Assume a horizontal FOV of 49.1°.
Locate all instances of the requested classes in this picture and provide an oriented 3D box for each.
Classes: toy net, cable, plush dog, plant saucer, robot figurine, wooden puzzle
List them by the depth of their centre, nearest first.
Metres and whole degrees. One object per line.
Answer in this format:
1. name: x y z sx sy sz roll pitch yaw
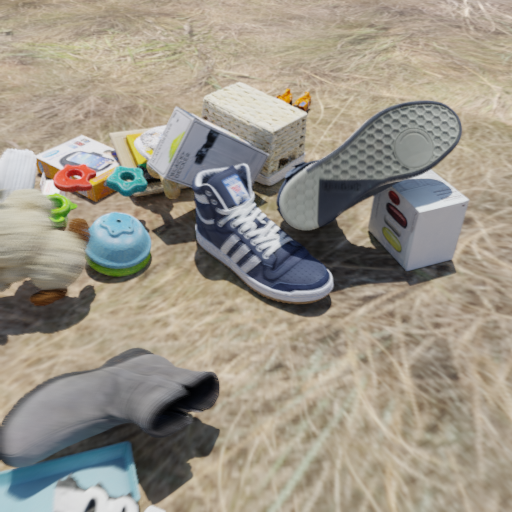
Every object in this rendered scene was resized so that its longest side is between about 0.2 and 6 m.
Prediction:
1. plant saucer: -2.896 2.957 6.555 2.957 0.281 1.034 -9 26 -16
2. plush dog: -3.562 -0.105 9.058 1.616 1.509 1.881 25 80 -12
3. cable: -4.634 -1.077 10.546 0.680 1.965 1.965 13 32 -26
4. toy net: -2.532 -1.498 11.398 2.243 0.826 4.276 21 45 5
5. wooden puzzle: -2.165 -2.293 12.827 1.914 0.385 2.069 -14 58 -24
6. robot figurine: 0.815 -4.104 15.577 1.246 0.500 1.718 16 41 21

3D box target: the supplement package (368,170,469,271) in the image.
1. supplement package: 2.992 -0.752 10.583 1.062 1.381 1.445 -13 40 -16

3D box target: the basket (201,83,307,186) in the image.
1. basket: -0.064 -2.913 13.099 2.290 1.413 1.552 32 47 24

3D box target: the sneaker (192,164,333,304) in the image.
1. sneaker: -0.006 -0.492 9.894 3.212 1.743 1.126 30 49 35

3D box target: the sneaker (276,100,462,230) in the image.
1. sneaker: 1.899 -1.621 10.523 3.469 1.319 2.507 -28 1 0

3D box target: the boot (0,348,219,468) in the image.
1. boot: -1.769 1.899 6.936 1.624 0.861 2.467 7 27 43

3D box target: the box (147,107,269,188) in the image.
1. box: -0.926 -1.952 11.343 2.240 1.306 0.673 16 19 -48

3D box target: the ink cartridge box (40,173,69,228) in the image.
1. ink cartridge box: -4.089 -1.146 11.390 0.341 1.012 0.593 -6 38 -7

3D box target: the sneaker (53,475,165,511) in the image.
1. sneaker: -0.753 3.365 5.708 3.150 1.047 1.425 15 60 0

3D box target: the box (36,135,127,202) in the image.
1. box: -4.007 -2.136 13.090 2.407 0.499 1.433 27 45 27
